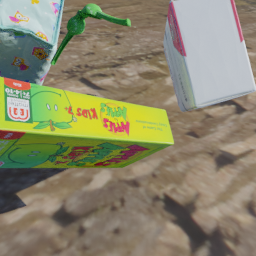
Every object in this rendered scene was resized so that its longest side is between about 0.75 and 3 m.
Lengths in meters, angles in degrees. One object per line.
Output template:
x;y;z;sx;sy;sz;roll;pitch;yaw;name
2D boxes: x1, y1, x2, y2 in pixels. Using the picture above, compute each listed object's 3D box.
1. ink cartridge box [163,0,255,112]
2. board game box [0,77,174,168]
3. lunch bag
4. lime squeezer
1.493;-1.395;5.867;1.074;1.900;2.594;-15;0;5;ink cartridge box
-0.753;0.111;4.224;2.727;1.386;0.649;7;62;-40;board game box
-2.559;-2.434;6.779;1.642;2.293;2.692;13;57;-26;lunch bag
-0.612;-1.412;4.024;1.590;0.561;0.300;-13;6;37;lime squeezer
